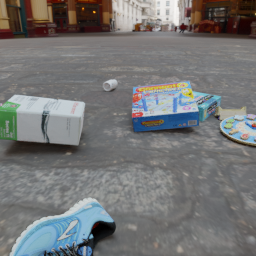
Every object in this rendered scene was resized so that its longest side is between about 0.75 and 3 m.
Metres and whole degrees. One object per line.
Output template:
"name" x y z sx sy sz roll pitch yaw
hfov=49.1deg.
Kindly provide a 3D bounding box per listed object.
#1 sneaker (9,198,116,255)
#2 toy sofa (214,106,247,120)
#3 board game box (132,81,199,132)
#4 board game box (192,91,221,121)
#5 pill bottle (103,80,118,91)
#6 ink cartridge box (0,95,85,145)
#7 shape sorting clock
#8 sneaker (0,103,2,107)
"sneaker" -1.121 2.112 5.221 1.014 0.883 2.254 23 32 36
"toy sofa" 4.449 -0.622 12.169 1.252 0.611 0.519 0 -2 1
"board game box" 1.450 -0.935 11.499 2.526 0.706 2.473 -6 35 6
"board game box" 2.658 -1.210 13.222 2.766 0.649 2.088 16 28 33
"pill bottle" -1.017 -2.524 16.403 0.558 0.558 0.976 10 25 22
"ink cartridge box" -2.840 -0.306 9.632 2.574 1.069 1.887 5 20 -6
"shape sorting clock" 4.770 0.011 10.576 2.473 0.485 2.473 0 23 0
"sneaker" -5.956 -0.396 10.897 2.373 0.973 0.833 -14 27 -30
